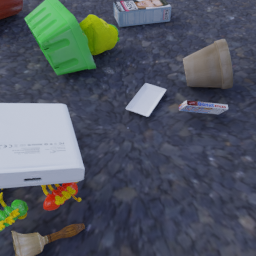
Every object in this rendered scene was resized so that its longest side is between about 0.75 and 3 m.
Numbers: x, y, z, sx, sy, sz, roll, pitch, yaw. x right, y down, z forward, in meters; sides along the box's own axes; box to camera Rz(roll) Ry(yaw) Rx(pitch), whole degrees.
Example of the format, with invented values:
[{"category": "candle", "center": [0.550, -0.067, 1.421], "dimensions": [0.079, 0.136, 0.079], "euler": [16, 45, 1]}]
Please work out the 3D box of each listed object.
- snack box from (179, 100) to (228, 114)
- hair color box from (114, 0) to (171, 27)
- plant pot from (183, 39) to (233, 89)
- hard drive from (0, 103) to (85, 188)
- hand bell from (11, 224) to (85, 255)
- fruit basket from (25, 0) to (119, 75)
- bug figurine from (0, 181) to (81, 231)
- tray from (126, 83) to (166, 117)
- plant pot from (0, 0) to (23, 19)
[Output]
[{"category": "snack box", "center": [2.160, -0.580, 8.026], "dimensions": [1.329, 0.478, 0.162], "euler": [4, 74, -17]}, {"category": "hair color box", "center": [0.618, -5.198, 12.513], "dimensions": [2.341, 0.710, 1.159], "euler": [-10, 47, -10]}, {"category": "plant pot", "center": [2.511, -1.911, 8.986], "dimensions": [1.358, 1.565, 1.565], "euler": [-11, 45, 12]}, {"category": "hard drive", "center": [-2.007, 0.196, 5.807], "dimensions": [1.764, 0.351, 2.675], "euler": [-1, 29, -20]}, {"category": "hand bell", "center": [-1.540, 2.203, 5.625], "dimensions": [1.388, 0.723, 0.723], "euler": [-11, 46, -28]}, {"category": "fruit basket", "center": [-1.763, -3.419, 9.970], "dimensions": [3.127, 2.255, 3.127], "euler": [-9, 48, 10]}, {"category": "bug figurine", "center": [-2.437, 1.257, 6.315], "dimensions": [2.673, 0.688, 2.073], "euler": [32, 47, 33]}, {"category": "tray", "center": [0.585, -0.863, 8.740], "dimensions": [0.772, 0.159, 1.438], "euler": [20, 50, 20]}, {"category": "plant pot", "center": [-6.002, -5.604, 11.955], "dimensions": [2.403, 2.403, 2.337], "euler": [32, 46, 27]}]
